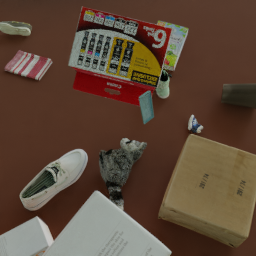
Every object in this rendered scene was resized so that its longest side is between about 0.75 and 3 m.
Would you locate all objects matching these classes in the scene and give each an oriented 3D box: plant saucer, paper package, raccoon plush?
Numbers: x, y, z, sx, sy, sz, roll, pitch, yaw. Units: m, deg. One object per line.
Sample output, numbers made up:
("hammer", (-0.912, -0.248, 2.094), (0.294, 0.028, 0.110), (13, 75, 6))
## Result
("plant saucer", (0.526, -0.586, 8.056), (0.409, 1.170, 0.111), (-37, 57, -16))
("paper package", (2.756, 2.025, 9.304), (2.712, 1.472, 2.845), (19, 59, 12))
("raccoon plush", (-0.020, 1.618, 10.089), (1.726, 1.247, 2.577), (-8, 86, -21))

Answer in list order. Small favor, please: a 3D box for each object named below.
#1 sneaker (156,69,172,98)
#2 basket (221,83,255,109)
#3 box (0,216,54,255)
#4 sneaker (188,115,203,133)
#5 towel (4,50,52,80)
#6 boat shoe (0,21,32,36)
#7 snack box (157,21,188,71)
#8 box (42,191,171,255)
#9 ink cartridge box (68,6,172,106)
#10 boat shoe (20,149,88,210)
("sneaker", (1.319, -2.418, 12.281), (0.743, 1.191, 2.020), (-19, 58, -10))
("basket", (4.689, -1.385, 11.732), (1.424, 1.284, 0.968), (7, 68, 17))
("box", (-3.332, 3.711, 8.349), (2.033, 1.264, 0.991), (-25, 61, -15))
("sneaker", (2.782, -0.139, 11.398), (0.570, 0.314, 0.779), (19, 52, -2))
("towel", (-4.697, -2.979, 13.223), (1.860, 0.212, 1.339), (17, 60, 11))
("boat shoe", (-5.815, -5.181, 14.398), (1.716, 0.613, 0.513), (10, 58, -1))
("snack box", (1.788, -3.894, 13.260), (1.518, 0.565, 2.134), (19, 76, 10))
("box", (-0.636, 3.650, 7.345), (2.367, 2.763, 2.749), (34, 72, 18))
("ink cartridge box", (-0.318, -2.270, 9.490), (2.997, 1.257, 2.631), (14, 93, 1))
("boat shoe", (-2.504, 1.700, 9.818), (1.033, 0.938, 2.808), (33, 63, 19))
